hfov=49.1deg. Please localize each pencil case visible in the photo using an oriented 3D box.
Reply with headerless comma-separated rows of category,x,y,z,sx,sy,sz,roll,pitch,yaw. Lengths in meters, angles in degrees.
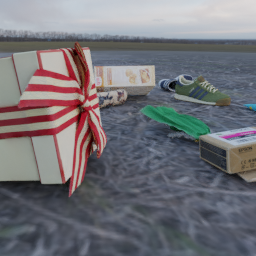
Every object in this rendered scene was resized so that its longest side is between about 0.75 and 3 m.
pencil case,-0.901,-1.193,11.422,1.722,0.670,0.770,-15,10,-38

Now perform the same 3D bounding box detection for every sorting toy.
sorting toy,2.934,0.900,6.002,1.335,0.196,0.987,-7,13,-9

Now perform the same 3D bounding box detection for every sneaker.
sneaker,2.706,-2.348,14.727,1.982,0.695,1.075,-13,17,-16
sneaker,3.189,-1.699,12.166,2.539,1.140,0.851,13,23,34

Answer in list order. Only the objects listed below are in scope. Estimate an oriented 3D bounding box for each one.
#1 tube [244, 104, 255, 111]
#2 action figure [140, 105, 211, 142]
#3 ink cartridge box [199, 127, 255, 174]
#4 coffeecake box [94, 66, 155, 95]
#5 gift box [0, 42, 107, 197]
tube,5.086,-0.725,10.534,0.663,0.431,1.711,6,14,-11
action figure,1.570,-0.046,8.134,1.382,0.640,2.339,-12,29,-34
ink cartridge box,2.594,0.441,6.305,1.573,0.591,1.296,-10,12,-12
coffeecake box,-0.222,-2.101,12.679,2.568,0.938,1.971,-2,-3,-6
gift box,-1.971,-0.219,5.814,2.706,2.674,2.898,-4,21,14
